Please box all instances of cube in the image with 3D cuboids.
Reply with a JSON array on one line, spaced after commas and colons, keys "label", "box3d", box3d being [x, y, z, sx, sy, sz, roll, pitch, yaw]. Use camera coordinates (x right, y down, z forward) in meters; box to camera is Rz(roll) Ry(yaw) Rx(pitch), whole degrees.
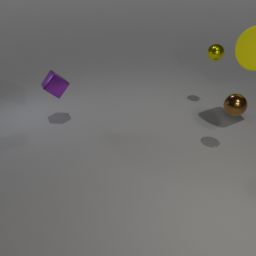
[{"label": "cube", "box3d": [-2.729, -1.637, 10.473, 0.700, 0.700, 0.700, 33, 6, -34]}]

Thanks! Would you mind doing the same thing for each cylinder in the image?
[{"label": "cylinder", "box3d": [4.540, -2.610, 9.307, 1.400, 1.400, 1.400, -10, 28, -40]}]

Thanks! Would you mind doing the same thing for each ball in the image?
[{"label": "ball", "box3d": [3.671, -3.154, 11.725, 0.700, 0.700, 0.700, 0, 29, 0]}, {"label": "ball", "box3d": [3.339, -0.719, 8.712, 0.700, 0.700, 0.700, 0, 29, 0]}]
